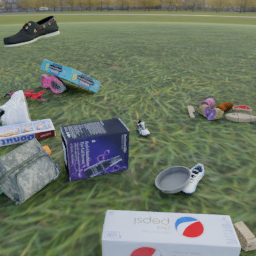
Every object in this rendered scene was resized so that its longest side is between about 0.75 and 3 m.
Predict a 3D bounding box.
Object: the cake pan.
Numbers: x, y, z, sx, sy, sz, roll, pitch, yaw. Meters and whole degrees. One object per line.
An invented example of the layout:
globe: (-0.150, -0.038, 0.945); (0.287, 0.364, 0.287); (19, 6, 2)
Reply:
cake pan: (1.190, 1.352, 7.297); (0.973, 0.178, 0.973); (-20, 23, 9)

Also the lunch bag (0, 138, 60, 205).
lunch bag: (-2.587, 1.116, 7.150); (0.989, 1.190, 1.419); (-38, 0, 40)

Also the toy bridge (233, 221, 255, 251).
toy bridge: (3.571, 2.130, 5.840); (2.673, 0.364, 0.899); (-7, 30, -15)

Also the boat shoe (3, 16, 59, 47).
boat shoe: (-3.060, -3.034, 8.808); (0.736, 0.630, 2.011); (16, 40, 36)

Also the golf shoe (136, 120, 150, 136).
golf shoe: (0.529, 0.006, 10.126); (0.322, 0.391, 0.828); (-12, 30, -25)

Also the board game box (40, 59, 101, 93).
board game box: (-2.907, -2.635, 14.164); (2.515, 0.590, 1.899); (24, 4, 38)

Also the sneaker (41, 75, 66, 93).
sneaker: (-3.700, -2.357, 14.624); (0.997, 0.825, 2.089); (-9, 27, -44)

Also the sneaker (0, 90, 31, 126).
sneaker: (-4.640, -0.778, 11.112); (1.265, 0.992, 2.547); (-16, 27, -17)

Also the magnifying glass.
magnifying glass: (-3.164, 1.041, 7.614); (0.306, 1.087, 2.731); (-33, -3, 30)

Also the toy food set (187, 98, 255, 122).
toy food set: (3.953, -0.810, 11.710); (2.765, 0.435, 1.758); (2, 26, 3)

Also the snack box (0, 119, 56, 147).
snack box: (-3.994, 0.210, 9.757); (2.734, 0.332, 0.983); (-11, 28, -21)

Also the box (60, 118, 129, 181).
box: (-0.915, 0.570, 7.926); (1.770, 1.310, 0.923); (-11, 29, -18)

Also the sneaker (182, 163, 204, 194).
sneaker: (1.701, 1.326, 7.419); (0.417, 0.420, 1.160); (16, 32, 27)

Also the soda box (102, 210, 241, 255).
soda box: (0.740, 2.153, 5.264); (2.416, 0.823, 0.769); (2, 26, 3)

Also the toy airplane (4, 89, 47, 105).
toy airplane: (-4.844, -1.503, 13.167); (2.185, 0.402, 2.185); (-1, 28, 0)
